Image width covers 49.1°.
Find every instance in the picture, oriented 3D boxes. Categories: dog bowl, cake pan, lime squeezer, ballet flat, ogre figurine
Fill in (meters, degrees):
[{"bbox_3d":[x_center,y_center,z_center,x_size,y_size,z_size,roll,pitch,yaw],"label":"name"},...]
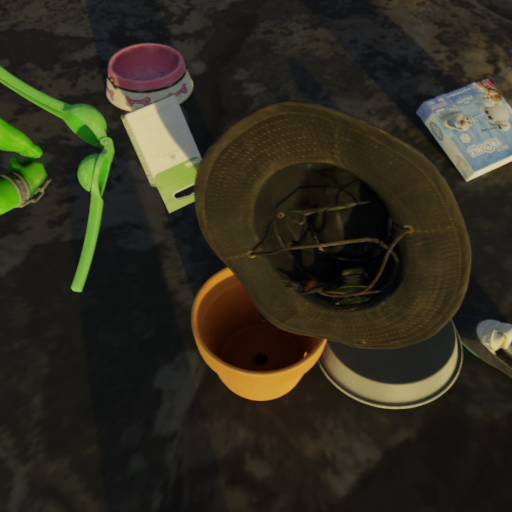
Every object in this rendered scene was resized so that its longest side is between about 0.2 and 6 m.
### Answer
[{"bbox_3d":[-2.370,-3.940,12.266,1.945,0.717,1.945,0,48,0],"label":"dog bowl"},{"bbox_3d":[1.857,1.132,7.913,2.083,0.382,2.083,-3,46,3],"label":"cake pan"},{"bbox_3d":[-2.293,-1.223,6.971,1.145,0.611,3.241,-19,79,-32],"label":"lime squeezer"},{"bbox_3d":[3.554,1.330,7.666,0.702,0.702,1.921,-28,54,-22],"label":"ballet flat"},{"bbox_3d":[-3.656,-1.208,6.559,1.419,2.893,1.734,29,70,2],"label":"ogre figurine"}]

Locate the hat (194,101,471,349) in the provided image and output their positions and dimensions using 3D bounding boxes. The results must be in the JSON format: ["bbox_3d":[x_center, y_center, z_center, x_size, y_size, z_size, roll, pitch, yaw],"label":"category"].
[{"bbox_3d":[0.845,-0.401,5.699,2.844,2.844,1.147,18,44,15],"label":"hat"}]

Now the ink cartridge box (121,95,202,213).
[{"bbox_3d":[-1.242,-1.436,7.912,0.755,1.455,0.431,-28,18,-16],"label":"ink cartridge box"}]

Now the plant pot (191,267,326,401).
[{"bbox_3d":[0.060,1.115,7.465,1.760,1.232,1.760,0,48,0],"label":"plant pot"}]

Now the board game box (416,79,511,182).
[{"bbox_3d":[4.284,-2.481,10.851,1.719,0.373,1.710,-24,74,-20],"label":"board game box"}]
